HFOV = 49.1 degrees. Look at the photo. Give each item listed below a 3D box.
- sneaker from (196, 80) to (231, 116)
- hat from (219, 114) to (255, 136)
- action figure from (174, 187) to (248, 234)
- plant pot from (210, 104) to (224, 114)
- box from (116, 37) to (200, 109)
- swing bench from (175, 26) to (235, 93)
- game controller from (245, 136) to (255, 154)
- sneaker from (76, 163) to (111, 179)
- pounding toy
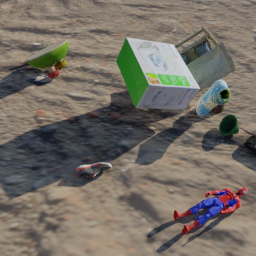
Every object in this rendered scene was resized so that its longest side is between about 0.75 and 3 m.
[{"bbox_3d":[3.435,-1.050,11.321,0.692,1.739,1.135,23,26,-13],"label":"sneaker"},{"bbox_3d":[4.471,0.081,11.579,0.968,0.910,1.099,25,32,-24],"label":"hat"},{"bbox_3d":[2.764,2.459,8.908,2.641,0.682,0.864,-18,44,-21],"label":"action figure"},{"bbox_3d":[3.922,-1.304,12.488,0.907,0.970,0.907,1,44,-1],"label":"plant pot"},{"bbox_3d":[1.148,-2.184,11.503,2.449,1.342,2.775,-1,52,-27],"label":"box"},{"bbox_3d":[3.332,-3.147,13.359,2.394,1.562,2.407,-32,46,7],"label":"swing bench"},{"bbox_3d":[5.404,0.893,10.666,1.804,0.380,0.941,34,53,29],"label":"game controller"},{"bbox_3d":[-1.195,1.566,10.019,1.249,0.481,0.512,-9,67,-4],"label":"sneaker"},{"bbox_3d":[-4.076,-3.482,14.787,2.275,1.367,2.947,-40,29,-25],"label":"pounding toy"}]
